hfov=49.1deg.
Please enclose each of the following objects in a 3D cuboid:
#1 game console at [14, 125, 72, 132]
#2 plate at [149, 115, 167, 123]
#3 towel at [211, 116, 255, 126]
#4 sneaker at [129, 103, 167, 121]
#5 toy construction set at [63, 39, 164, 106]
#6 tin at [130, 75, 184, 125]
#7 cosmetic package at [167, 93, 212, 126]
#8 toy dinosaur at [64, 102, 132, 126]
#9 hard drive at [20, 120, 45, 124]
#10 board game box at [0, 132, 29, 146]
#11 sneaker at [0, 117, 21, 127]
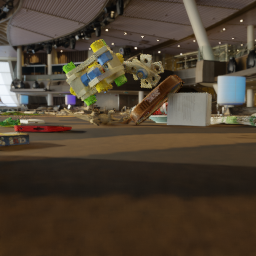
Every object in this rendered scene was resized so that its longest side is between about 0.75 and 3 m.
[{"bbox_3d":[-2.178,-0.009,7.220,1.176,0.182,1.040,1,4,14],"label":"game console"},{"bbox_3d":[2.240,-0.411,12.936,2.803,0.358,2.803,1,2,0],"label":"plate"},{"bbox_3d":[4.319,-0.267,11.299,1.816,0.374,2.434,0,0,-42],"label":"towel"},{"bbox_3d":[1.497,-0.949,14.391,2.746,0.917,1.471,1,-19,-38],"label":"sneaker"},{"bbox_3d":[-0.379,-1.354,6.691,1.814,1.274,2.766,-30,-8,34],"label":"toy construction set"},{"bbox_3d":[1.053,-1.041,10.415,2.358,0.494,1.320,-42,-16,6],"label":"tin"},{"bbox_3d":[2.267,-0.679,10.275,1.408,1.171,1.178,2,4,23],"label":"cosmetic package"},{"bbox_3d":[-1.182,-0.367,10.673,2.892,0.842,1.463,7,-12,1],"label":"toy dinosaur"},{"bbox_3d":[-4.287,-0.290,12.538,0.746,0.149,1.131,-2,4,-36],"label":"hard drive"},{"bbox_3d":[-2.011,0.171,4.135,0.887,0.153,0.601,-2,4,-43],"label":"board game box"},{"bbox_3d":[-3.988,-0.196,9.349,0.751,0.314,0.278,-2,4,-20],"label":"sneaker"}]
